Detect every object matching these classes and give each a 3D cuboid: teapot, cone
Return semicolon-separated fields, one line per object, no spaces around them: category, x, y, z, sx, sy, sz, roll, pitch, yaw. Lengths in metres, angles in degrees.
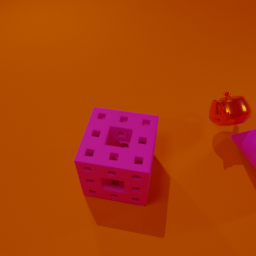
teapot;2.222;-0.438;6.202;0.903;0.711;1.453;-5;12;34
cone;2.854;0.377;6.135;1.562;1.562;1.568;-28;26;-21

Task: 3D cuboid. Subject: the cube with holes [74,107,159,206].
cube with holes;-0.163;0.581;5.666;1.320;1.320;1.320;8;51;7
